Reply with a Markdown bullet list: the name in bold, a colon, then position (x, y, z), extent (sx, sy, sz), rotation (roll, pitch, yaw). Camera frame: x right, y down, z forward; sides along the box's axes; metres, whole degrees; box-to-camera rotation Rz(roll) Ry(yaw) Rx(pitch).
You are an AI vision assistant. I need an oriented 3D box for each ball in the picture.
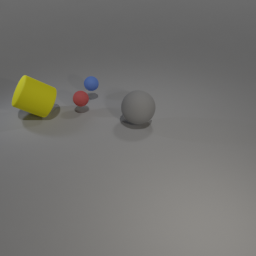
- **ball**: position (-1.749, -2.112, 13.345), extent (0.700, 0.700, 0.700), rotation (0, 32, 0)
- **ball**: position (0.419, -0.840, 11.400), extent (1.400, 1.400, 1.400), rotation (0, 32, 0)
- **ball**: position (-2.076, -1.293, 12.332), extent (0.700, 0.700, 0.700), rotation (0, 32, 0)

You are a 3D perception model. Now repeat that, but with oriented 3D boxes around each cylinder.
- **cylinder**: position (-3.974, -1.319, 11.890), extent (1.400, 1.400, 1.400), rotation (22, 20, -33)
